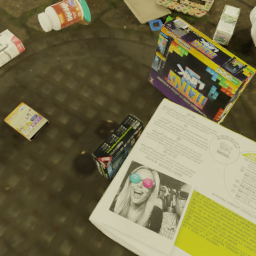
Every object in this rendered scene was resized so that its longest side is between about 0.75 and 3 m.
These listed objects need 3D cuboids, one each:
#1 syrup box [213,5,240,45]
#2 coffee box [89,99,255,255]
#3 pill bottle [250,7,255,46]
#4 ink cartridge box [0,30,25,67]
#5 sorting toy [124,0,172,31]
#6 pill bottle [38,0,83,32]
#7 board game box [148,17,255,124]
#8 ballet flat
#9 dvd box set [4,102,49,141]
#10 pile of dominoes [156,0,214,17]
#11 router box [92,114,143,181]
[{"bbox_3d":[3.594,-3.757,10.227,0.562,0.581,1.428,20,66,10],"label":"syrup box"},{"bbox_3d":[1.316,1.693,6.218,2.918,2.913,2.885,27,68,13],"label":"coffee box"},{"bbox_3d":[4.941,-3.253,9.639,1.195,1.195,2.091,-3,64,-2],"label":"pill bottle"},{"bbox_3d":[-4.381,-2.791,9.812,0.835,0.486,1.146,40,72,18],"label":"ink cartridge box"},{"bbox_3d":[0.732,-4.607,10.788,1.451,0.351,2.577,-24,69,-19],"label":"sorting toy"},{"bbox_3d":[-1.805,-3.018,7.517,1.097,0.615,0.615,-34,68,-21],"label":"pill bottle"},{"bbox_3d":[1.912,-1.495,8.098,0.757,2.207,2.670,-35,66,-28],"label":"board game box"},{"bbox_3d":[-2.012,-4.829,10.668,0.999,0.936,2.761,-16,63,15],"label":"ballet flat"},{"bbox_3d":[-3.163,-0.210,8.722,1.116,0.164,0.817,33,68,15],"label":"dvd box set"},{"bbox_3d":[2.236,-4.991,10.805,2.002,0.319,1.560,22,54,10],"label":"pile of dominoes"},{"bbox_3d":[-0.220,0.556,7.730,0.494,1.192,1.591,34,67,20],"label":"router box"}]
